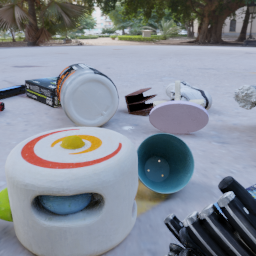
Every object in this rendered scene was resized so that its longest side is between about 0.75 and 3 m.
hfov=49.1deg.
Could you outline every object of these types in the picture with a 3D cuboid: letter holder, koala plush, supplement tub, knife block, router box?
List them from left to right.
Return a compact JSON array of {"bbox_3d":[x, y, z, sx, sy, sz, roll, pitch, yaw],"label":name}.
[{"bbox_3d":[-2.881,-1.570,11.576,1.811,0.751,2.417,-18,26,-40],"label":"router box"},{"bbox_3d":[-1.437,-1.170,9.109,1.692,1.692,2.761,-7,20,-18],"label":"supplement tub"},{"bbox_3d":[0.626,-1.021,9.873,0.911,0.645,1.282,-6,14,31],"label":"letter holder"},{"bbox_3d":[4.283,-0.658,6.895,2.644,2.740,2.982,0,8,-2],"label":"koala plush"},{"bbox_3d":[1.283,1.279,2.010,2.151,1.888,0.688,5,22,14],"label":"knife block"}]

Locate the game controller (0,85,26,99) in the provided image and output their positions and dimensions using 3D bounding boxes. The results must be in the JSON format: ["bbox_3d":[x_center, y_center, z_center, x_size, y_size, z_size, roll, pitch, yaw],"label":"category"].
[{"bbox_3d":[-5.252,-1.660,12.316,1.061,0.428,2.034,9,21,23],"label":"game controller"}]

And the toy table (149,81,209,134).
[{"bbox_3d":[1.436,-0.487,7.920,1.583,1.455,0.927,9,38,6],"label":"toy table"}]

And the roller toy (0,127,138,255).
[{"bbox_3d":[-0.750,0.769,4.125,1.841,1.410,2.018,16,25,38],"label":"roller toy"}]

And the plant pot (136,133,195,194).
[{"bbox_3d":[0.598,0.697,5.172,1.061,1.061,0.715,-3,-18,-8],"label":"plant pot"}]

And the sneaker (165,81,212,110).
[{"bbox_3d":[1.837,-1.180,10.300,1.329,0.869,2.313,-9,25,-30],"label":"sneaker"}]

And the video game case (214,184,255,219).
[{"bbox_3d":[2.846,1.469,3.850,2.378,0.300,2.610,-12,24,-31],"label":"video game case"}]

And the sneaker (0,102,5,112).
[{"bbox_3d":[-4.680,-0.675,9.693,0.486,0.352,0.996,1,18,1],"label":"sneaker"}]
